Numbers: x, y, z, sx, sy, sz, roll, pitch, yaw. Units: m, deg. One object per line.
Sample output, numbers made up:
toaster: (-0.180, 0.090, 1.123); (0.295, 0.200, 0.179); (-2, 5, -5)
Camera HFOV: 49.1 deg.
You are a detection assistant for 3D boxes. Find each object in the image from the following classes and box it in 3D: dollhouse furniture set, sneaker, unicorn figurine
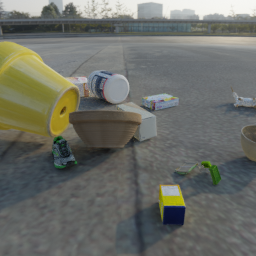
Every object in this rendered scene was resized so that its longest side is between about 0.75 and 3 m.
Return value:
dollhouse furniture set: (1.914, 1.218, 7.595); (1.146, 0.442, 0.573); (-6, 19, 46)
sneaker: (-1.949, 0.708, 8.226); (0.601, 0.656, 1.539); (-11, 25, -27)
unicorn figurine: (5.640, -1.319, 13.480); (1.985, 0.733, 1.363); (27, 21, 22)

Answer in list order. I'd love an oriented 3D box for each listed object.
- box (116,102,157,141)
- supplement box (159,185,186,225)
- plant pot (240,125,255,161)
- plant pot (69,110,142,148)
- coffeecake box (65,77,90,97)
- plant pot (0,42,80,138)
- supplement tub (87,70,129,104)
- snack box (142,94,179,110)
box: (0.282, -0.279, 10.356); (0.700, 0.855, 1.801); (-17, 29, -23)
supplement box: (0.940, 1.652, 6.096); (0.454, 0.457, 0.835); (1, 22, 0)
plant pot: (3.913, 0.536, 8.369); (1.180, 0.792, 1.180); (2, 31, -1)
plant pot: (-0.709, 0.094, 8.719); (2.276, 1.050, 2.276); (1, -5, 0)
coffeecake box: (-3.330, -2.268, 15.569); (2.197, 0.803, 1.686); (-6, 22, -15)
plant pot: (-3.296, -1.047, 9.501); (2.778, 2.953, 2.953); (24, 27, 10)
supplement tub: (-1.054, -2.154, 14.375); (1.453, 1.453, 2.070); (-15, 26, -33)
snack box: (1.574, -1.293, 13.647); (1.499, 0.397, 1.066); (-14, 25, -31)
